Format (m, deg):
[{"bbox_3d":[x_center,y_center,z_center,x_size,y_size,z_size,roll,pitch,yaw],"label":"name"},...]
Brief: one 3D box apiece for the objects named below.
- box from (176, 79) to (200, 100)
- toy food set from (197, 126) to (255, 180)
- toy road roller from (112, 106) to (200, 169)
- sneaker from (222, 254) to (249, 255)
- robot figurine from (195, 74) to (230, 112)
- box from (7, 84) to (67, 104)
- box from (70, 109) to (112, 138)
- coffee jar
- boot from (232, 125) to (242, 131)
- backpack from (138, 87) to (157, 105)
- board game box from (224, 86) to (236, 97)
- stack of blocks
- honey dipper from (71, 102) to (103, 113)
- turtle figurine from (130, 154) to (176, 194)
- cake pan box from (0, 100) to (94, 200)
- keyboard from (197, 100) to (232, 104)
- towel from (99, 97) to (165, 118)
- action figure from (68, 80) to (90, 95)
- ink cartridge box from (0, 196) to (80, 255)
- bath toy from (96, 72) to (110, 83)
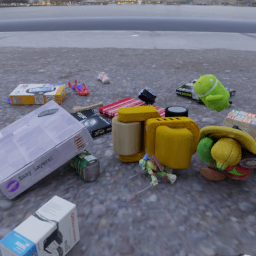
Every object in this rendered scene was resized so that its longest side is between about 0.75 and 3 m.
[{"bbox_3d":[3.290,-1.876,13.413,1.409,0.347,1.459,-32,32,-26],"label":"box"},{"bbox_3d":[2.536,0.905,7.200,1.727,2.935,0.959,19,77,18],"label":"toy food set"},{"bbox_3d":[0.842,0.322,8.033,2.520,1.549,1.840,-3,21,-7],"label":"toy road roller"},{"bbox_3d":[1.804,2.798,4.278,1.354,0.947,2.345,9,22,24],"label":"sneaker"},{"bbox_3d":[2.954,-1.248,9.869,0.861,1.489,1.307,-34,22,33],"label":"robot figurine"},{"bbox_3d":[-4.290,-1.610,13.125,2.568,0.533,1.529,1,27,-3],"label":"box"},{"bbox_3d":[-1.452,-0.183,10.327,1.149,0.312,1.434,-16,38,-36],"label":"box"},{"bbox_3d":[-1.332,0.932,8.016,0.555,0.678,1.301,-18,31,-31],"label":"coffee jar"},{"bbox_3d":[3.817,0.632,8.575,1.660,0.754,1.976,26,19,19],"label":"boot"},{"bbox_3d":[0.777,-1.364,11.751,0.594,0.771,0.735,-61,17,-19],"label":"backpack"},{"bbox_3d":[4.344,-1.888,13.912,1.079,0.276,1.592,-14,30,-26],"label":"board game box"},{"bbox_3d":[4.614,-0.073,10.019,2.042,0.598,1.176,18,32,32],"label":"stack of blocks"},{"bbox_3d":[-1.684,-0.888,11.995,1.569,0.298,0.298,-21,34,-39],"label":"honey dipper"},{"bbox_3d":[0.682,1.291,7.615,1.062,1.095,0.788,17,-8,-17],"label":"turtle figurine"},{"bbox_3d":[-2.745,0.457,8.061,2.755,0.721,2.537,-35,37,-20],"label":"cake pan box"},{"bbox_3d":[3.844,-1.082,12.501,1.492,0.296,0.776,3,4,10],"label":"keyboard"},{"bbox_3d":[0.459,-0.566,11.322,2.850,0.320,2.061,22,33,33],"label":"towel"},{"bbox_3d":[-2.415,-2.010,14.009,0.613,0.484,1.873,-15,33,-31],"label":"action figure"},{"bbox_3d":[-1.590,2.136,5.299,0.582,1.008,1.389,15,31,27],"label":"ink cartridge box"},{"bbox_3d":[-1.327,-2.773,15.516,0.429,0.504,1.160,25,11,-36],"label":"bath toy"}]
